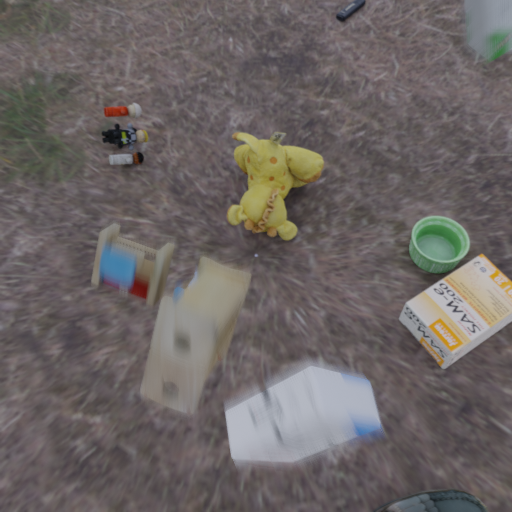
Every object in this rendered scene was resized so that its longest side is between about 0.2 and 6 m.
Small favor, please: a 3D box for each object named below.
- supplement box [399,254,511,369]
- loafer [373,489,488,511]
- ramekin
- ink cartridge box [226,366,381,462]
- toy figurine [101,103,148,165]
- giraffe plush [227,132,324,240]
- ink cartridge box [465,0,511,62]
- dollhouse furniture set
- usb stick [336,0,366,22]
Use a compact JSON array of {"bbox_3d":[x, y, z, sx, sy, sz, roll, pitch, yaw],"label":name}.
[{"bbox_3d":[3.012,0.783,8.146,1.546,0.569,0.974,-30,61,-17],"label":"supplement box"},{"bbox_3d":[1.210,3.505,6.083,3.391,1.067,1.218,-19,59,-12],"label":"loafer"},{"bbox_3d":[2.854,-0.153,8.841,0.883,0.431,0.883,0,57,0],"label":"ramekin"},{"bbox_3d":[0.399,1.468,5.046,0.822,1.127,0.475,20,46,-38],"label":"ink cartridge box"},{"bbox_3d":[-2.278,-2.106,9.836,0.657,0.945,0.930,-10,59,-26],"label":"toy figurine"},{"bbox_3d":[0.205,-1.025,8.951,1.554,1.801,1.460,11,86,9],"label":"giraffe plush"},{"bbox_3d":[3.148,-3.045,6.602,1.226,0.899,0.509,-28,49,2],"label":"ink cartridge box"},{"bbox_3d":[-1.158,0.644,6.138,1.729,1.212,1.219,20,24,7],"label":"dollhouse furniture set"},{"bbox_3d":[2.113,-5.499,12.485,0.248,0.146,0.894,36,64,20],"label":"usb stick"}]
